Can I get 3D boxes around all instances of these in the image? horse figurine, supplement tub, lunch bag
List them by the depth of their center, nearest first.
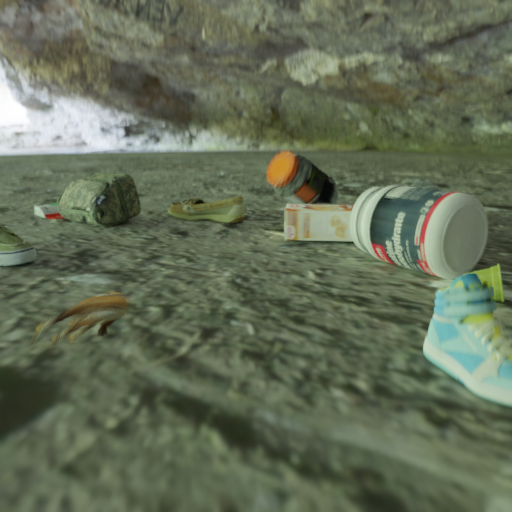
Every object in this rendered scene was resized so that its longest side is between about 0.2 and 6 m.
[{"bbox_3d":[-1.878,0.691,6.580,0.976,0.368,1.473,-29,-7,0],"label":"horse figurine"},{"bbox_3d":[2.958,-0.506,10.364,1.519,1.519,2.165,-9,16,-33],"label":"supplement tub"},{"bbox_3d":[1.174,-1.835,14.249,1.111,1.111,1.813,15,-10,47],"label":"supplement tub"},{"bbox_3d":[-4.204,-1.421,14.891,1.827,1.273,1.533,10,33,37],"label":"lunch bag"}]

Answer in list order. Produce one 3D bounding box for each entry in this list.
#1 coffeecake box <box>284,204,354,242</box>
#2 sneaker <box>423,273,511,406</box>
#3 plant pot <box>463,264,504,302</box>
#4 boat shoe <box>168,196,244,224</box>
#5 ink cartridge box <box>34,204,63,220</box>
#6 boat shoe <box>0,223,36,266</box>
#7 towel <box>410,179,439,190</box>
[{"bbox_3d":[1.679,-0.796,13.088,1.999,0.730,1.535,1,11,5],"label":"coffeecake box"},{"bbox_3d":[2.434,0.808,5.894,0.676,1.110,1.700,-6,15,-25],"label":"sneaker"},{"bbox_3d":[3.516,0.443,8.691,0.544,0.592,0.592,-6,11,22],"label":"plant pot"},{"bbox_3d":[-1.392,-1.361,15.504,2.334,0.734,0.851,8,16,30],"label":"boat shoe"},{"bbox_3d":[-5.739,-1.304,16.255,0.979,0.305,1.216,-12,17,-39],"label":"ink cartridge box"},{"bbox_3d":[-5.257,-0.302,11.185,2.373,0.736,0.854,10,17,36],"label":"boat shoe"},{"bbox_3d":[3.575,-1.013,12.258,0.982,1.186,0.508,29,15,-26],"label":"towel"}]
